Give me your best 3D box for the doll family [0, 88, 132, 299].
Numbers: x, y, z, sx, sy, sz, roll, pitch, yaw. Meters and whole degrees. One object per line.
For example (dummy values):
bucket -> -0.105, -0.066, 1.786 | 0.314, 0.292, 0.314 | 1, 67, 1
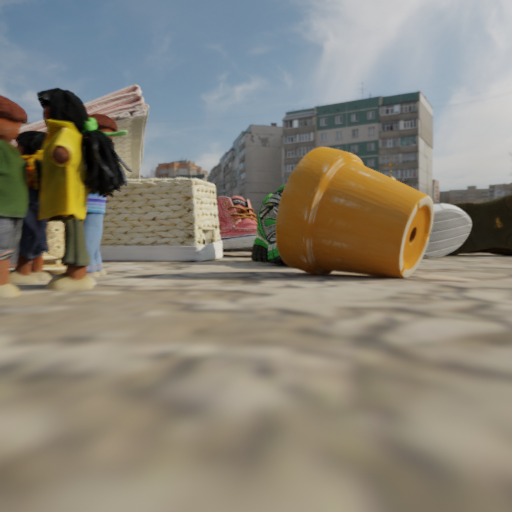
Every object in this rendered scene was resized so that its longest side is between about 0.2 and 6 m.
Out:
doll family -> -1.526, -0.531, 4.342 | 1.021, 1.504, 2.601 | -1, 2, -17

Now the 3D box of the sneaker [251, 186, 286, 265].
sneaker -> 0.533, -0.461, 7.559 | 1.069, 1.167, 2.740 | -1, 2, -19

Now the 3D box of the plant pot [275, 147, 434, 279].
plant pot -> 0.952, -0.300, 5.095 | 1.088, 1.189, 1.189 | 20, 12, 31

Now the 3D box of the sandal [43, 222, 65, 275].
sandal -> -2.238, -0.111, 6.143 | 0.611, 0.548, 1.666 | -1, 2, -18

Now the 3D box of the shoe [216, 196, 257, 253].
shoe -> -0.341, -0.636, 10.874 | 0.863, 1.099, 2.416 | 6, -3, -28

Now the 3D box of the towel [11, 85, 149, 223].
towel -> -3.202, -1.098, 8.646 | 3.218, 0.543, 3.369 | -28, -6, -19

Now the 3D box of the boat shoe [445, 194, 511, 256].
boat shoe -> 5.040, -0.622, 11.028 | 3.509, 1.263, 1.185 | -2, 3, 23

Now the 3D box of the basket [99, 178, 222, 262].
basket -> -1.653, -0.554, 8.898 | 2.043, 1.260, 1.385 | 1, 3, 12

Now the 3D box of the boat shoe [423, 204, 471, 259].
boat shoe -> 2.477, -0.544, 9.556 | 2.695, 0.971, 0.956 | -2, 27, -28
